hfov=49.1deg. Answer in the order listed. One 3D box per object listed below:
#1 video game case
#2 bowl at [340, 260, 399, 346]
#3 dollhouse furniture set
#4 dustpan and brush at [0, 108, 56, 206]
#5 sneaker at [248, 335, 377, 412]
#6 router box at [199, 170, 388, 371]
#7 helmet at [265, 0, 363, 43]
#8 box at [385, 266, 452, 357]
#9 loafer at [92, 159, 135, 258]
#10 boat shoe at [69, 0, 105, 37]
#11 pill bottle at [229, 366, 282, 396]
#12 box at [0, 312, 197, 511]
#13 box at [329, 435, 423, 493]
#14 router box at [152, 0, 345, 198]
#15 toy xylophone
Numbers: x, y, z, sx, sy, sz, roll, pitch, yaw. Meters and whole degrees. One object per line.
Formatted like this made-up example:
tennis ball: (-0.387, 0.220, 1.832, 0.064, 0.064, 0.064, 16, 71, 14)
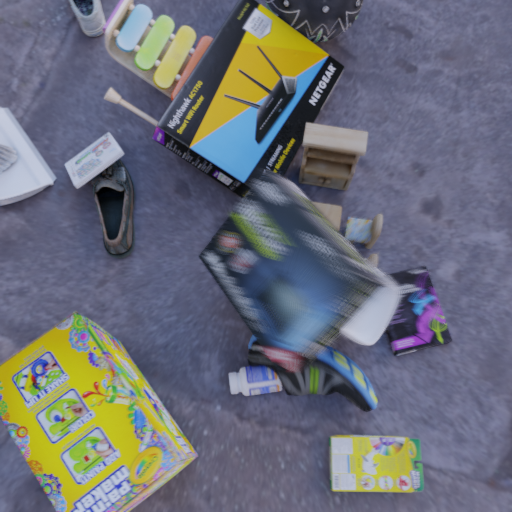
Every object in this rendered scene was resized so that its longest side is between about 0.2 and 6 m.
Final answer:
video game case: (-3.363, -1.993, 11.582, 1.182, 0.140, 1.076, -37, 42, -3)
bowl: (1.768, 0.813, 10.161, 1.384, 0.517, 1.386, 37, 67, -9)
dollhouse furniture set: (1.275, -0.910, 10.824, 2.314, 1.754, 2.640, 9, 74, 2)
dustpan and brush: (-6.314, -1.634, 11.477, 3.498, 1.001, 2.442, -35, 75, -11)
sneaker: (1.026, 2.179, 10.410, 2.587, 0.917, 1.072, 26, 101, 3)
router box: (0.500, 0.218, 9.452, 2.083, 0.863, 2.779, -50, 57, 18)
helmet: (1.262, -5.816, 12.113, 2.408, 2.408, 2.296, -2, 100, -1)
box: (3.022, 1.058, 10.983, 1.132, 0.286, 1.584, -13, 71, -5)
loafer: (-2.914, -1.153, 11.456, 0.847, 0.741, 2.356, -12, 72, -4)
boat shoe: (-4.059, -6.175, 13.078, 0.745, 0.760, 2.135, -21, 73, -6)
pill bottle: (-0.020, 2.314, 10.450, 0.947, 0.531, 0.531, -7, 72, -2)
box: (-2.501, 2.711, 9.110, 1.711, 2.805, 2.702, -36, 75, -11)
box: (2.146, 3.733, 10.070, 1.624, 0.393, 0.953, 1, 71, 3)
router box: (-0.104, -3.187, 11.627, 2.647, 0.906, 3.549, 32, 74, -11)
toy xylophone: (-1.829, -3.849, 11.828, 3.116, 0.783, 2.282, 22, 76, -24)
